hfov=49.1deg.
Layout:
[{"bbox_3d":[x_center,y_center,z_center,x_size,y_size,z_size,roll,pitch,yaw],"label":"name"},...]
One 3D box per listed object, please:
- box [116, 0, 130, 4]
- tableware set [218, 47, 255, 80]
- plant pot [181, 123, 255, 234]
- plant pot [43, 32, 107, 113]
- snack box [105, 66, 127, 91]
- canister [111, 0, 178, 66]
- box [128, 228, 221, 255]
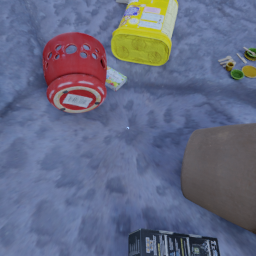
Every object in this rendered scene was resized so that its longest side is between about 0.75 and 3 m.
[{"bbox_3d":[0.617,-5.514,10.827,2.016,0.982,1.254,10,57,7],"label":"box"},{"bbox_3d":[3.895,-2.123,9.023,1.724,0.264,1.161,-19,59,-12],"label":"tableware set"},{"bbox_3d":[2.484,0.915,5.828,2.429,2.785,2.785,9,55,26],"label":"plant pot"},{"bbox_3d":[-1.404,-1.426,7.666,1.778,1.778,1.619,-8,61,-5],"label":"plant pot"},{"bbox_3d":[-0.505,-1.529,8.660,0.779,0.206,0.554,33,62,20],"label":"snack box"},{"bbox_3d":[0.651,-3.399,9.386,1.867,1.088,2.514,11,56,7],"label":"canister"},{"bbox_3d":[0.933,3.099,4.952,1.861,0.506,2.323,15,53,-23],"label":"box"}]
